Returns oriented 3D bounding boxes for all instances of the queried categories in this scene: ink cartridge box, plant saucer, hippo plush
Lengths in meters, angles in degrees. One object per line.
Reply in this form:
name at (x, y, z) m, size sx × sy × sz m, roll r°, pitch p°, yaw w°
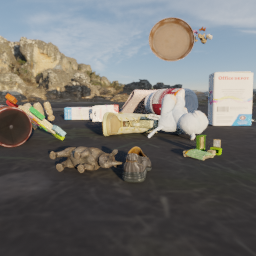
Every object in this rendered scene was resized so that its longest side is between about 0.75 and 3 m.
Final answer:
ink cartridge box at (-1.183, -0.732, 13.867) m, size 1.369 × 0.797 × 0.462 m, roll -4°, pitch 8°, yaw -28°
plant saucer at (1.356, -2.748, 8.784) m, size 1.418 × 1.418 × 0.227 m, roll 0°, pitch -5°, yaw 4°
ink cartridge box at (-2.363, -0.784, 14.922) m, size 1.881 × 0.638 × 1.083 m, roll -1°, pitch 7°, yaw -5°
ink cartridge box at (4.375, -1.257, 12.067) m, size 1.628 × 2.253 × 0.954 m, roll 0°, pitch 7°, yaw 2°
hippo plush at (1.657, -0.367, 8.537) m, size 1.685 × 1.342 × 1.355 m, roll -5°, pitch 8°, yaw -41°

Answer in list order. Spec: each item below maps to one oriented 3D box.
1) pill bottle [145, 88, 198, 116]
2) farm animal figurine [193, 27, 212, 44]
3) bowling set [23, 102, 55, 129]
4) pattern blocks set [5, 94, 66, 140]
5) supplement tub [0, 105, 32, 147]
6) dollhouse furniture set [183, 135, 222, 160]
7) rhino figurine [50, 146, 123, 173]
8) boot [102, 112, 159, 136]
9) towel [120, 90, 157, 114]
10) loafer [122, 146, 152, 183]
pill bottle at (2.262, -1.339, 15.388) m, size 1.631 × 1.631 × 2.888 m, roll -4°, pitch 8°, yaw -33°
farm animal figurine at (3.018, -3.804, 11.733) m, size 0.763 × 0.402 × 0.772 m, roll 38°, pitch -31°, yaw -15°
bowling set at (-3.934, -0.388, 11.407) m, size 1.323 × 1.021 × 1.902 m, roll -17°, pitch 3°, yaw 18°
pattern blocks set at (-2.557, -0.249, 7.739) m, size 1.919 × 0.177 × 2.183 m, roll 40°, pitch -17°, yaw -21°
supplement tub at (-3.403, -0.111, 7.638) m, size 1.046 × 1.046 × 1.955 m, roll -5°, pitch 9°, yaw -36°
dollhouse furniture set at (1.609, 0.404, 6.029) m, size 0.795 × 0.399 × 0.521 m, roll -7°, pitch 9°, yaw -44°
rhino figurine at (-0.653, 0.529, 4.768) m, size 1.361 × 0.407 × 0.595 m, roll -1°, pitch 5°, yaw 33°
boot at (0.144, -0.136, 9.201) m, size 1.630 × 0.759 × 2.107 m, roll 3°, pitch 7°, yaw 15°
towel at (1.216, -1.658, 17.901) m, size 2.909 × 0.469 × 2.778 m, roll -3°, pitch -21°, yaw -24°
loafer at (0.175, 0.533, 4.735) m, size 0.451 × 0.448 × 1.239 m, roll 1°, pitch 7°, yaw 5°
